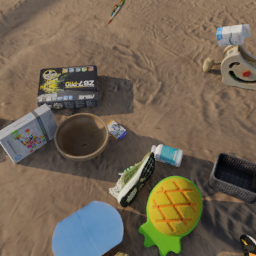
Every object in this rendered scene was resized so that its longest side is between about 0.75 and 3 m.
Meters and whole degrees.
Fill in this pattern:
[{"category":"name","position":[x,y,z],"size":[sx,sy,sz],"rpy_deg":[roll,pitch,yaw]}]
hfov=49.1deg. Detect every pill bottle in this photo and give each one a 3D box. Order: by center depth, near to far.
[{"category":"pill bottle","position":[1.339,0.926,9.738],"size":[1.072,0.594,0.594],"rpy_deg":[16,56,10]}]

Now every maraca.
[{"category":"maraca","position":[1.260,2.546,8.271],"size":[1.582,1.234,2.307],"rpy_deg":[23,78,20]}]

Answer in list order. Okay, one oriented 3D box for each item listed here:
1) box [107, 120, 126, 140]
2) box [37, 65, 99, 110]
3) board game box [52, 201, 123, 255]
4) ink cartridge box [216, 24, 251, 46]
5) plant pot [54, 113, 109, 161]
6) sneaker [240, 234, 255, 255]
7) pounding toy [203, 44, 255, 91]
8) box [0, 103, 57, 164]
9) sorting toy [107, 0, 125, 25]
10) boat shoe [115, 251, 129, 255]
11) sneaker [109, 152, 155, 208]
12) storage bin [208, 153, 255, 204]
[{"category":"box","position":[-0.473,0.102,10.595],"size":[0.856,0.178,0.510],"rpy_deg":[38,62,21]},{"category":"box","position":[-2.445,-1.688,11.609],"size":[2.411,0.592,1.943],"rpy_deg":[-4,57,-3]},{"category":"board game box","position":[-1.148,3.163,8.227],"size":[2.121,0.413,1.676],"rpy_deg":[-30,44,-16]},{"category":"ink cartridge box","position":[3.197,-2.796,8.481],"size":[0.905,0.525,0.307],"rpy_deg":[3,63,32]},{"category":"plant pot","position":[-1.577,0.451,9.916],"size":[1.871,0.864,1.871],"rpy_deg":[0,55,1]},{"category":"sneaker","position":[3.456,3.759,7.750],"size":[0.697,0.542,1.549],"rpy_deg":[-15,58,-14]},{"category":"pounding toy","position":[4.776,-2.848,11.774],"size":[2.921,1.670,1.676],"rpy_deg":[13,56,9]},{"category":"box","position":[-3.393,0.203,9.707],"size":[1.916,1.494,0.395],"rpy_deg":[-35,60,-23]},{"category":"sorting toy","position":[-0.473,-4.604,10.948],"size":[0.217,1.285,0.619],"rpy_deg":[40,43,-9]},{"category":"boat shoe","position":[-1.245,4.075,7.258],"size":[2.879,1.050,0.906],"rpy_deg":[-34,66,-13]},{"category":"sneaker","position":[0.117,1.523,9.220],"size":[0.929,0.806,2.096],"rpy_deg":[23,61,35]},{"category":"storage bin","position":[3.559,1.629,9.155],"size":[1.591,0.746,1.076],"rpy_deg":[20,57,13]}]
